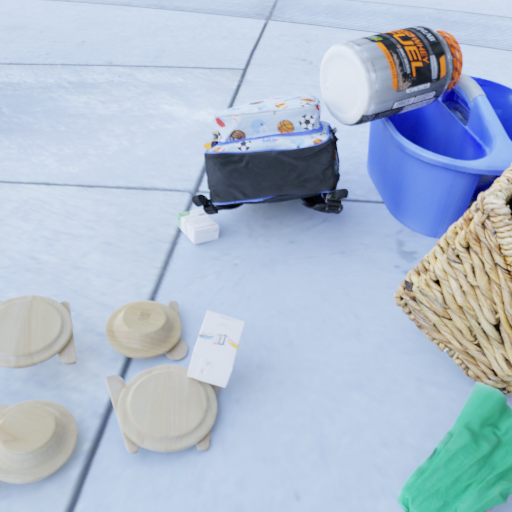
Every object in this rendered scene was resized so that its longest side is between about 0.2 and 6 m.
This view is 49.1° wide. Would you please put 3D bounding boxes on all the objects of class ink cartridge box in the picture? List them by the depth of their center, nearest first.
[{"bbox_3d":[-0.611,1.437,8.606,0.635,0.646,0.878,17,46,-1],"label":"ink cartridge box"},{"bbox_3d":[-1.255,-0.643,12.120,0.608,0.352,0.839,-15,39,-29],"label":"ink cartridge box"}]

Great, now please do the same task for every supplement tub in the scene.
[{"bbox_3d":[2.915,-3.895,11.966,2.793,1.711,1.711,-21,42,-23],"label":"supplement tub"}]

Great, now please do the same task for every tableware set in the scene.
[{"bbox_3d":[-2.520,1.794,8.644,3.880,0.450,3.241,-3,42,-16],"label":"tableware set"}]

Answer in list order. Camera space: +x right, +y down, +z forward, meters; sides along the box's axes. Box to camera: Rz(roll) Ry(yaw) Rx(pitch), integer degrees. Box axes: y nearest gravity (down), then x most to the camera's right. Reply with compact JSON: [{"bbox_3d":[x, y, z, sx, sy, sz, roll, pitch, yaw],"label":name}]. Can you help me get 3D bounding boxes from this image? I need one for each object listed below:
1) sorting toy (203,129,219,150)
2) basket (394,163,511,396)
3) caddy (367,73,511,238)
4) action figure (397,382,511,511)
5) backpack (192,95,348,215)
[{"bbox_3d":[-0.152,-3.696,16.168,1.788,0.432,3.175,25,44,30],"label":"sorting toy"},{"bbox_3d":[4.659,0.005,8.585,3.940,2.936,2.812,-32,70,-34],"label":"basket"},{"bbox_3d":[4.635,-2.754,12.974,3.736,2.774,5.285,-5,38,-4],"label":"caddy"},{"bbox_3d":[2.672,2.876,7.200,2.492,0.681,1.472,-31,47,-25],"label":"action figure"},{"bbox_3d":[0.410,-2.295,12.549,3.253,2.506,3.099,1,14,8],"label":"backpack"}]
